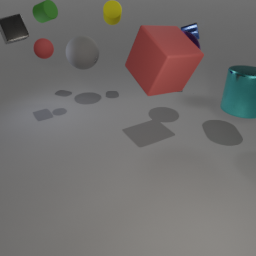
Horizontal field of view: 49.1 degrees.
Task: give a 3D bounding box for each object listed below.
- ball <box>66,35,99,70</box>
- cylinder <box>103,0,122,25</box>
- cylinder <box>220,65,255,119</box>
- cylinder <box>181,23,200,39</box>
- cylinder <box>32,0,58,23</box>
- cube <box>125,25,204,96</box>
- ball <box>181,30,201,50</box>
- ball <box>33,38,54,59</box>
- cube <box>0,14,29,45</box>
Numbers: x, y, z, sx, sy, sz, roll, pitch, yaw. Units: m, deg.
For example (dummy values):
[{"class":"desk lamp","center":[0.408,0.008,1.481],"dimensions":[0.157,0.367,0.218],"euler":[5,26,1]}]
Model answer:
[{"class":"ball","center":[-1.914,-3.180,11.825],"dimensions":[1.400,1.400,1.400],"euler":[0,29,0]},{"class":"cylinder","center":[-0.602,-4.418,10.765],"dimensions":[0.700,0.700,0.700],"euler":[-2,1,-4]},{"class":"cylinder","center":[3.901,-1.215,9.266],"dimensions":[1.400,1.400,1.400],"euler":[3,27,-1]},{"class":"cylinder","center":[2.730,-4.166,12.292],"dimensions":[0.700,0.700,0.700],"euler":[-11,26,17]},{"class":"cylinder","center":[-3.212,-4.520,10.878],"dimensions":[0.700,0.700,0.700],"euler":[-1,24,36]},{"class":"cube","center":[1.000,-1.955,8.083],"dimensions":[1.400,1.400,1.400],"euler":[-13,57,-34]},{"class":"ball","center":[1.795,-2.629,9.676],"dimensions":[1.400,1.400,1.400],"euler":[0,29,0]},{"class":"ball","center":[-2.972,-2.795,9.863],"dimensions":[0.700,0.700,0.700],"euler":[0,29,0]},{"class":"cube","center":[-3.642,-3.119,8.866],"dimensions":[0.700,0.700,0.700],"euler":[-26,20,-23]}]
